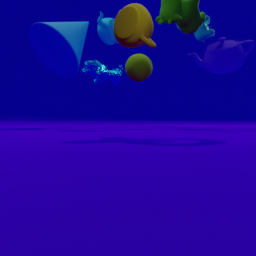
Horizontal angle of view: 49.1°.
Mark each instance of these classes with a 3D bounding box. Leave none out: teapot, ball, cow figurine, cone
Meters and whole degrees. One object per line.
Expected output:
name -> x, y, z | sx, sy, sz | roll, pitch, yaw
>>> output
teapot -> 2.423, -1.914, 7.270 | 1.695, 0.830, 1.054 | -14, 30, 6
teapot -> 0.143, -2.291, 6.336 | 0.746, 1.524, 0.947 | 6, -48, -51
ball -> 0.346, -1.921, 8.933 | 0.867, 0.867, 0.867 | 0, 1, 0
teapot -> -0.613, -3.436, 9.763 | 0.724, 0.919, 1.478 | -6, -33, 42
cow figurine -> 2.596, -3.867, 10.876 | 1.228, 1.248, 0.685 | -20, -5, 16
cow figurine -> -0.920, -2.175, 10.717 | 1.377, 0.756, 1.355 | 41, 44, 12
cow figurine -> 1.431, -2.975, 7.490 | 0.802, 1.437, 1.461 | 16, -23, 40
cone -> -1.628, -2.659, 8.108 | 1.679, 1.679, 1.685 | 1, 44, 43
